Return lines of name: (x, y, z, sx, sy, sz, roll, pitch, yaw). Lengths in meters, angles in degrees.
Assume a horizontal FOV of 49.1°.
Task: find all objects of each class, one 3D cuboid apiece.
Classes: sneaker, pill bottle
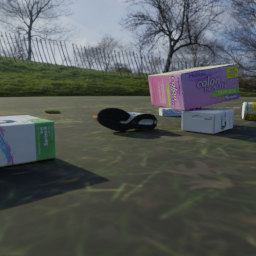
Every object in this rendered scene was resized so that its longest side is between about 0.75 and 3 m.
sneaker: (-0.098, -0.264, 11.245, 2.330, 0.879, 1.341, 7, -1, -8)
pill bottle: (6.696, -0.841, 14.217, 1.600, 0.902, 0.902, 3, 9, 17)

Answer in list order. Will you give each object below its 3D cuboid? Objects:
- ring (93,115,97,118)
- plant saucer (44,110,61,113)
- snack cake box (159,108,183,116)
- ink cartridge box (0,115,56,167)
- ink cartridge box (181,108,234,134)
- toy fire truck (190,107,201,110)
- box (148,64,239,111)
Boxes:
ring: (-0.813, -0.553, 14.736, 2.077, 0.199, 2.077, 1, 8, 0)
plant saucer: (-4.936, -1.077, 18.337, 1.089, 0.169, 1.089, 0, 9, 0)
snack cake box: (2.563, -0.960, 16.592, 1.305, 0.439, 0.751, -2, 7, -8)
ink cartridge box: (-3.006, 0.284, 6.418, 2.188, 0.957, 1.590, -8, 13, -39)
ink cartridge box: (3.142, -0.317, 11.016, 1.357, 0.787, 1.874, 7, 11, 40)
toy fire truck: (3.179, -0.794, 13.305, 0.714, 1.069, 1.273, 6, 10, 37)
box: (2.706, -1.788, 12.065, 2.606, 1.432, 2.963, -13, 12, -18)
